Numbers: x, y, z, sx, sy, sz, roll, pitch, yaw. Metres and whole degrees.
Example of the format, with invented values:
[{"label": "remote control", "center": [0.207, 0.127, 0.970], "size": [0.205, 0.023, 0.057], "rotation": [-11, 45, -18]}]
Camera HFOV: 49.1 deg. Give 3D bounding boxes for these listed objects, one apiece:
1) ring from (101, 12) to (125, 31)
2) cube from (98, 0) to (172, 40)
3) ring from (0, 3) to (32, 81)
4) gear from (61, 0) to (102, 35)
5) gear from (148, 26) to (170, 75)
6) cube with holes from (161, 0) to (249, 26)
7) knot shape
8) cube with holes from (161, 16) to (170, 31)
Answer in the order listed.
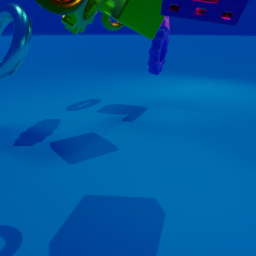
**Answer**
[{"label": "ring", "center": [-0.340, -4.516, 10.661], "size": [0.347, 1.735, 1.735], "rotation": [41, 37, 20]}, {"label": "cube", "center": [0.196, -3.107, 6.972], "size": [1.178, 1.178, 1.178], "rotation": [15, 22, -39]}, {"label": "ring", "center": [-3.106, -2.153, 7.032], "size": [1.990, 1.990, 0.398], "rotation": [17, 1, 38]}, {"label": "gear", "center": [-1.141, -3.686, 7.996], "size": [0.377, 2.039, 2.039], "rotation": [34, 23, -2]}, {"label": "gear", "center": [1.061, -2.618, 9.556], "size": [0.291, 1.572, 1.572], "rotation": [15, 24, 15]}, {"label": "cube with holes", "center": [1.232, -2.500, 4.146], "size": [1.223, 1.223, 1.223], "rotation": [10, -19, 5]}, {"label": "knot shape", "center": [-0.627, -2.143, 3.431], "size": [0.618, 1.252, 1.338], "rotation": [45, 56, 14]}, {"label": "cube with holes", "center": [0.904, -4.011, 10.091], "size": [0.967, 0.967, 0.967], "rotation": [-4, 7, 18]}]
